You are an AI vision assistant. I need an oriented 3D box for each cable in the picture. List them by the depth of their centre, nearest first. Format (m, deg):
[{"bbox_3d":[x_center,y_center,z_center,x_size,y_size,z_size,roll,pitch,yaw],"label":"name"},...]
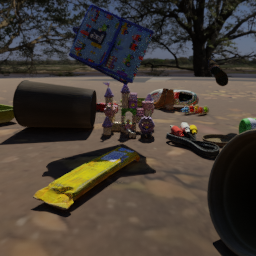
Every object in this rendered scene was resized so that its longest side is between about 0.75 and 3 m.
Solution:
[{"bbox_3d":[1.768,0.267,8.029,1.048,0.543,2.158,-2,13,-10],"label":"cable"}]

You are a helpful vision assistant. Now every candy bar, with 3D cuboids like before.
[{"bbox_3d":[-0.623,0.900,5.825,0.727,0.323,2.917,11,16,26],"label":"candy bar"}]

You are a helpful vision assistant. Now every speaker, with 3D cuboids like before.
[{"bbox_3d":[4.345,0.055,8.509,1.732,0.766,0.766,0,13,1],"label":"speaker"}]

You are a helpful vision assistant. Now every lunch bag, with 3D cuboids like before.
[{"bbox_3d":[-0.645,-2.645,8.849,2.305,1.735,1.084,23,0,-12],"label":"lunch bag"}]

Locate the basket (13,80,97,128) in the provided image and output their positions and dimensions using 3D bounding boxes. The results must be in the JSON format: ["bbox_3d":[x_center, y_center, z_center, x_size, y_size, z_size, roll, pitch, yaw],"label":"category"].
[{"bbox_3d":[-2.499,-0.794,10.294,2.522,1.715,2.274,5,1,1],"label":"basket"}]

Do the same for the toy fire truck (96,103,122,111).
[{"bbox_3d":[-0.728,-1.102,14.230,1.643,0.400,1.159,5,13,22],"label":"toy fire truck"}]

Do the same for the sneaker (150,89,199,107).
[{"bbox_3d":[2.385,-1.715,14.991,2.733,0.962,1.278,7,-6,16],"label":"sneaker"}]

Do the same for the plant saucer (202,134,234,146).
[{"bbox_3d":[2.757,0.367,8.501,1.009,0.149,1.009,-1,13,0],"label":"plant saucer"}]

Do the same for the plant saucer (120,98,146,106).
[{"bbox_3d":[0.351,-1.489,16.034,1.394,0.334,1.396,3,13,12],"label":"plant saucer"}]

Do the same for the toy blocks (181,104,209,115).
[{"bbox_3d":[3.100,-0.836,13.105,1.095,0.398,0.912,-10,16,-36],"label":"toy blocks"}]

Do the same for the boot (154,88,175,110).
[{"bbox_3d":[1.778,-1.537,14.612,1.378,1.070,0.529,10,16,36],"label":"boot"}]

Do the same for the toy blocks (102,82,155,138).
[{"bbox_3d":[0.021,-0.730,9.792,1.879,1.692,2.011,2,13,6],"label":"toy blocks"}]

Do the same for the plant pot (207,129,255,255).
[{"bbox_3d":[2.096,0.898,3.669,1.375,1.585,1.585,11,8,-23],"label":"plant pot"}]

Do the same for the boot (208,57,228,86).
[{"bbox_3d":[3.363,-2.099,10.441,0.473,0.614,1.267,-26,-40,24],"label":"boot"}]

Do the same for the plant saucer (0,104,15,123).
[{"bbox_3d":[-5.960,-0.510,11.329,2.359,0.565,2.356,10,17,36],"label":"plant saucer"}]
